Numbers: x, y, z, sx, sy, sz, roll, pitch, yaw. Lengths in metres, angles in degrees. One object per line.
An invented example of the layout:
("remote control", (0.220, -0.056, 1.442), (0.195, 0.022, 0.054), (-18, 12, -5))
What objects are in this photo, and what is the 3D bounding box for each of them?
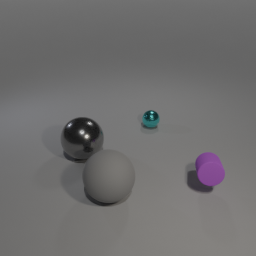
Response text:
("ball", (-1.489, 0.336, 9.159), (1.400, 1.400, 1.400), (0, 29, 0))
("cylinder", (2.206, 1.102, 7.589), (0.700, 0.700, 0.700), (4, 18, 7))
("ball", (0.909, -0.360, 11.104), (0.700, 0.700, 0.700), (0, 29, 0))
("ball", (-0.504, 1.267, 7.445), (1.400, 1.400, 1.400), (0, 29, 0))
